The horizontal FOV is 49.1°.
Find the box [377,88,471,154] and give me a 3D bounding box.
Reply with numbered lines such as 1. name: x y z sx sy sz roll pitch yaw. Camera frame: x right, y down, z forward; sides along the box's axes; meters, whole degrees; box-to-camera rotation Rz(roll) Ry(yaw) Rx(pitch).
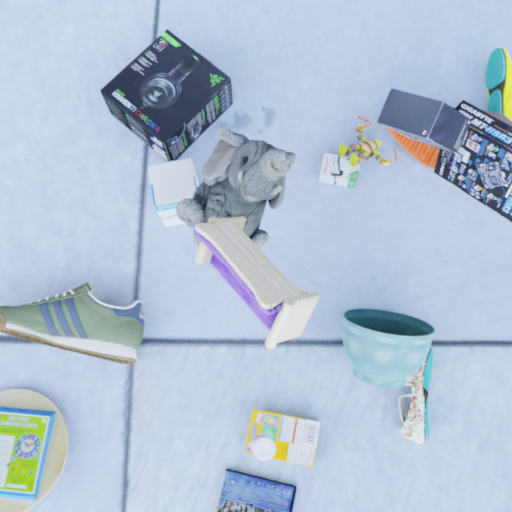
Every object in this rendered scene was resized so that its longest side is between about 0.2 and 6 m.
1. box: 2.484 -1.996 8.273 0.942 0.935 0.581 33 108 42

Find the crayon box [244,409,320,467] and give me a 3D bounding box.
1. crayon box: 0.482 3.357 10.372 1.294 0.334 0.814 11 74 3

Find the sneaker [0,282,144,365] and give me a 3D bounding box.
1. sneaker: -3.541 1.124 10.749 2.930 0.982 1.315 14 71 0

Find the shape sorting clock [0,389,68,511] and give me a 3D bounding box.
1. shape sorting clock: -4.541 3.570 10.247 2.246 0.441 2.246 -1 70 4

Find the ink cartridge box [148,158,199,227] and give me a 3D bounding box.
1. ink cartridge box: -1.581 -1.243 11.282 0.881 1.217 0.896 -11 74 -2

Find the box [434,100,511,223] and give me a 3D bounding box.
1. box: 3.982 -1.541 9.509 1.794 1.807 0.449 38 77 22

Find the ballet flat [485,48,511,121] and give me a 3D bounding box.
1. ballet flat: 5.471 -3.655 12.393 0.638 0.636 1.904 11 75 -19

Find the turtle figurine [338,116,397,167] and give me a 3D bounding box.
1. turtle figurine: 2.280 -2.330 11.963 1.120 0.447 1.389 -25 75 -31

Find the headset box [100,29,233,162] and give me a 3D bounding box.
1. headset box: -1.813 -3.459 12.049 1.912 1.018 2.196 41 78 11

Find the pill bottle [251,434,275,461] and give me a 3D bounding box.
1. pill bottle: 0.103 2.999 8.824 0.349 0.615 0.349 1 78 -5

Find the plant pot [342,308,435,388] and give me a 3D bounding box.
1. plant pot: 2.344 1.730 10.327 1.667 1.667 1.117 8 101 2

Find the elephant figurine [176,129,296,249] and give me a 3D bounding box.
1. elephant figurine: -0.079 -1.227 8.978 1.719 2.430 1.885 -11 55 -44

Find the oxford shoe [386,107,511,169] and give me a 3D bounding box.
1. oxford shoe: 4.413 -2.511 11.827 3.605 1.285 1.314 28 55 4

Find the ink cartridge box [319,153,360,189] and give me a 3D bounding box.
1. ink cartridge box: 1.771 -1.814 11.916 0.786 0.327 0.576 10 74 3

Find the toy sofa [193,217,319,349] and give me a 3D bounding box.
1. toy sofa: -0.145 0.316 7.624 0.935 0.794 1.917 -10 45 -40

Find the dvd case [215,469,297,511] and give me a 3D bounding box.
1. dvd case: -0.121 4.935 9.992 1.354 0.167 1.898 13 74 3

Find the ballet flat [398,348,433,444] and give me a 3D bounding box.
1. ballet flat: 2.969 2.562 10.492 0.578 0.684 1.808 1 68 25
